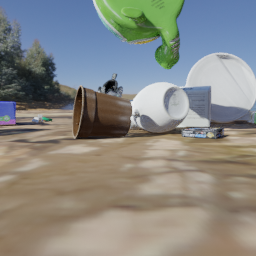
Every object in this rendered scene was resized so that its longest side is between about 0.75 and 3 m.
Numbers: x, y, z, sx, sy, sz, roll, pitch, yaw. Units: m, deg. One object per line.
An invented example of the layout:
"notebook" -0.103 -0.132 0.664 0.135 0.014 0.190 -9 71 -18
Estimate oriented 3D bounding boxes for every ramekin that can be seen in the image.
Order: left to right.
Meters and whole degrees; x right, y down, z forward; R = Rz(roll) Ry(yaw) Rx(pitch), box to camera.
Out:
"ramekin" 3.664 -1.528 11.535 2.852 2.852 1.328 0 -6 -4

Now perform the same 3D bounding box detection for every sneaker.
"sneaker" -0.421 -0.891 9.064 0.951 1.712 2.447 1 4 8

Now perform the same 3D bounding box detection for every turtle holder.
"turtle holder" 0.403 -2.887 6.667 2.659 2.021 1.888 28 -12 -5

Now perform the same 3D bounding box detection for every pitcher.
"pitcher" 0.401 -0.420 7.237 1.750 1.236 2.039 -13 1 -31

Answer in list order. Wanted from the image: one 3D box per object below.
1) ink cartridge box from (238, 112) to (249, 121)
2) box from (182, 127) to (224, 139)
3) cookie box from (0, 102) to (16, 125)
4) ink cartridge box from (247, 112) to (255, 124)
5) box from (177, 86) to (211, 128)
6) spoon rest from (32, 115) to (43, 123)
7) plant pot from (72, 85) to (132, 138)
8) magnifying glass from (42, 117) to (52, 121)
"ink cartridge box" 5.756 -0.704 13.628 2.709 0.679 2.197 -2 4 16
"box" 1.679 0.101 6.246 0.764 0.190 0.759 2 4 31
"cookie box" -5.232 -0.538 10.092 1.922 0.844 2.247 -3 5 -31
"ink cartridge box" 5.314 -0.420 11.157 0.785 0.451 1.341 1 4 8
"box" 1.891 -0.771 9.574 1.829 1.202 1.839 1 12 18
"spoon rest" -3.754 -0.335 11.738 0.477 0.291 0.960 -1 -9 -26
"plant pot" -0.557 -0.273 6.033 1.107 1.118 1.118 7 2 -20
"magnifying glass" -3.740 -0.393 12.663 0.506 0.142 1.270 11 -1 -24
